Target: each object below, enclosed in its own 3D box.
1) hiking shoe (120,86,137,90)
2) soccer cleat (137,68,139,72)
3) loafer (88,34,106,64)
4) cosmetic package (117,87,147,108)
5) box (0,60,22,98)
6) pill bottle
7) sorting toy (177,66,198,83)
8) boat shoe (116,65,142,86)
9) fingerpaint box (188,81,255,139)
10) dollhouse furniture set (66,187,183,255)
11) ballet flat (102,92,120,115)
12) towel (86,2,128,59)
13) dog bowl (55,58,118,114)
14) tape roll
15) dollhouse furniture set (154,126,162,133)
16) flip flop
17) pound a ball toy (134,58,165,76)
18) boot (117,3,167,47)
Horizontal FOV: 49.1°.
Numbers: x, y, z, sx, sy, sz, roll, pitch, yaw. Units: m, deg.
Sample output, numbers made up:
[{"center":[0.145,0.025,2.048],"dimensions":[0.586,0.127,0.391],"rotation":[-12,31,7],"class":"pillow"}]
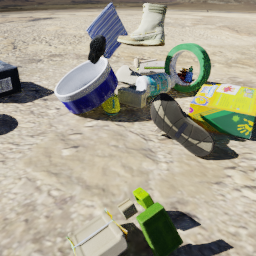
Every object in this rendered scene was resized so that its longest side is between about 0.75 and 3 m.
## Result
[{"center":[-0.069,-1.765,14.025],"dimensions":[0.513,0.597,1.378],"rotation":[-7,5,-34],"class":"hiking shoe"},{"center":[0.770,-3.773,17.548],"dimensions":[0.689,0.533,1.648],"rotation":[-14,33,-20],"class":"soccer cleat"},{"center":[-1.024,-2.750,9.577],"dimensions":[0.525,1.547,0.543],"rotation":[36,68,-5],"class":"loafer"},{"center":[0.179,-1.466,13.306],"dimensions":[1.361,0.716,0.484],"rotation":[19,33,27],"class":"cosmetic package"},{"center":[-7.127,-2.569,14.536],"dimensions":[2.604,1.394,1.933],"rotation":[23,37,35],"class":"box"},{"center":[1.444,-2.232,14.279],"dimensions":[1.909,1.058,1.058],"rotation":[-15,33,-24],"class":"pill bottle"},{"center":[3.484,-2.822,15.131],"dimensions":[2.074,0.851,1.246],"rotation":[15,5,28],"class":"sorting toy"},{"center":[0.165,-2.797,15.837],"dimensions":[0.876,1.014,2.792],"rotation":[34,4,-34],"class":"boat shoe"},{"center":[4.117,-0.884,11.865],"dimensions":[2.471,1.087,2.962],"rotation":[14,32,22],"class":"fingerpaint box"},{"center":[-0.120,2.556,6.452],"dimensions":[2.170,1.089,1.421],"rotation":[-31,17,-16],"class":"dollhouse furniture set"},{"center":[-0.964,-1.629,13.305],"dimensions":[0.972,0.975,2.909],"rotation":[-8,30,-13],"class":"ballet flat"},{"center":[-0.918,-4.648,13.788],"dimensions":[0.300,2.515,1.821],"rotation":[40,89,24],"class":"towel"},{"center":[-1.851,-1.923,12.584],"dimensions":[2.742,1.080,2.742],"rotation":[-21,36,16],"class":"dog bowl"},{"center":[3.006,-3.080,14.321],"dimensions":[2.444,2.444,0.587],"rotation":[25,31,37],"class":"tape roll"},{"center":[1.772,0.092,11.003],"dimensions":[1.233,0.804,1.164],"rotation":[36,60,1],"class":"dollhouse furniture set"},{"center":[1.956,-0.105,10.155],"dimensions":[2.919,1.184,0.840],"rotation":[43,18,22],"class":"flip flop"},{"center":[1.448,-3.340,16.110],"dimensions":[2.249,0.955,1.467],"rotation":[-1,-5,-1],"class":"pound a ball toy"},{"center":[0.621,-4.519,12.365],"dimensions":[2.270,1.755,0.818],"rotation":[9,13,27],"class":"boot"}]
